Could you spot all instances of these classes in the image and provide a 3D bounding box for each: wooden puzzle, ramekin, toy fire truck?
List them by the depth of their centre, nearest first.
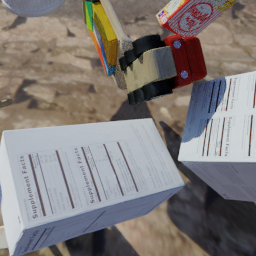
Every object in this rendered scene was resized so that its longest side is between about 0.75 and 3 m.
[{"bbox_3d":[1.080,-1.033,5.430,2.095,1.844,1.348,-15,93,-12],"label":"toy fire truck"},{"bbox_3d":[-2.144,-3.290,6.190,1.528,0.802,1.528,1,63,-1],"label":"ramekin"},{"bbox_3d":[-0.613,-2.362,6.971,0.460,2.286,2.472,-25,77,-12],"label":"wooden puzzle"}]

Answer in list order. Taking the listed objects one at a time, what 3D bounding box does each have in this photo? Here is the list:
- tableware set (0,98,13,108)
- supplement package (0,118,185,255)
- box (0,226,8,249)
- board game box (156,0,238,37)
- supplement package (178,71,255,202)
[{"bbox_3d":[-3.010,-0.502,5.407,0.597,2.980,1.970,14,77,-7],"label":"tableware set"},{"bbox_3d":[-0.658,0.870,4.643,2.578,1.467,1.412,-5,58,-34],"label":"supplement package"},{"bbox_3d":[-2.049,2.010,5.318,1.016,0.482,0.395,-17,78,24],"label":"box"},{"bbox_3d":[1.693,-2.891,6.585,1.279,1.689,0.391,5,57,-48],"label":"board game box"},{"bbox_3d":[2.485,0.250,4.857,2.252,2.154,1.656,-5,59,40],"label":"supplement package"}]
